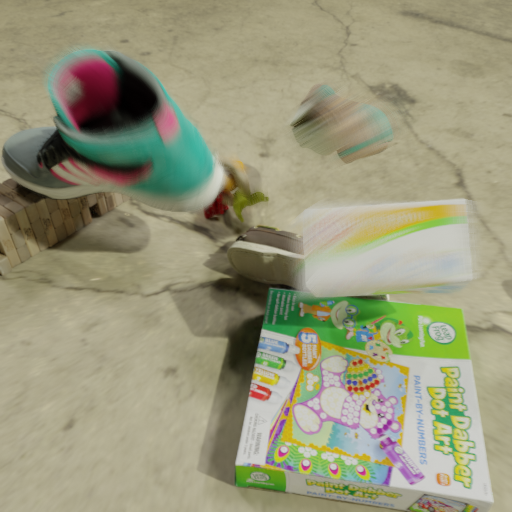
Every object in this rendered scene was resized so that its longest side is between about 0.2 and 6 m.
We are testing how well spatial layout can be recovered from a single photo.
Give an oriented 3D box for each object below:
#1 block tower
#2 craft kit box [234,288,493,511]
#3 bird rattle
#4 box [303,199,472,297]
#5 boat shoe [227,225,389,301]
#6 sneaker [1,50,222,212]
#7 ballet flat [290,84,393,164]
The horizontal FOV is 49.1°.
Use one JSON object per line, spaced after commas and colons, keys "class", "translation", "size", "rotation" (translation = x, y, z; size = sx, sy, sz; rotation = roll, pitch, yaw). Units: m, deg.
{"class": "block tower", "translation": [-2.986, -1.050, 8.993], "size": [0.891, 0.953, 3.298], "rotation": [28, 50, 28]}
{"class": "craft kit box", "translation": [1.189, 1.539, 6.417], "size": [2.495, 0.613, 2.526], "rotation": [7, 43, 4]}
{"class": "bird rattle", "translation": [-0.437, -1.094, 8.852], "size": [0.715, 1.035, 1.269], "rotation": [-31, 35, -32]}
{"class": "box", "translation": [1.404, -0.041, 6.196], "size": [1.692, 0.952, 0.858], "rotation": [-3, 79, 13]}
{"class": "boat shoe", "translation": [0.767, 0.117, 7.786], "size": [2.362, 0.849, 0.703], "rotation": [15, 47, 24]}
{"class": "sneaker", "translation": [-2.256, -1.623, 7.208], "size": [3.385, 2.044, 1.415], "rotation": [8, 62, 18]}
{"class": "ballet flat", "translation": [0.973, -1.850, 7.850], "size": [0.862, 0.872, 2.563], "rotation": [-31, 23, 0]}
